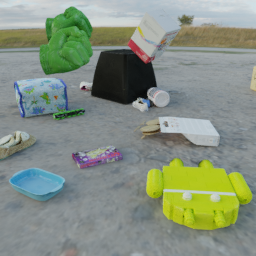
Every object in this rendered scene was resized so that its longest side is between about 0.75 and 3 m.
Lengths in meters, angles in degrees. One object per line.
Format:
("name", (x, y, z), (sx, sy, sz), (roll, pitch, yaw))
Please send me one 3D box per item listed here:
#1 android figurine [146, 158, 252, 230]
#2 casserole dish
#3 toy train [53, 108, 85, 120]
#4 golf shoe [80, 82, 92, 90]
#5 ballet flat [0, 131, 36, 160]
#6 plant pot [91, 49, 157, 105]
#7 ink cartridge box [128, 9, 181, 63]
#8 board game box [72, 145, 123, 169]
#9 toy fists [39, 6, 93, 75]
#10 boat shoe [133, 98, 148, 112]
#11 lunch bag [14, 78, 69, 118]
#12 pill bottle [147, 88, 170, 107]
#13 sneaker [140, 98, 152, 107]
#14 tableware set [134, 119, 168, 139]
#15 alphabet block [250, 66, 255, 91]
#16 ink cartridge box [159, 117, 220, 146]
("android figurine", (1.733, 1.554, 7.071), (2.547, 0.575, 2.798), (3, 20, 7))
("casserole dish", (-2.420, 1.515, 7.500), (1.598, 0.310, 0.968), (12, 24, 29))
("toy train", (-2.770, -0.675, 13.195), (1.575, 0.329, 0.444), (-15, 15, -35))
("golf shoe", (-2.406, -2.644, 18.140), (1.457, 0.549, 0.667), (0, 37, 7))
("ballet flat", (-3.892, 0.477, 9.675), (0.691, 0.640, 1.960), (19, 27, 15))
("plant pot", (-0.227, -3.188, 16.462), (2.981, 2.651, 2.988), (18, 28, 40))
("ink cartridge box", (1.269, -4.495, 13.678), (1.443, 1.995, 1.450), (48, 47, 10))
("board game box", (-1.013, 0.928, 9.184), (1.456, 0.235, 0.874), (-10, 27, -25))
("toy fists", (-1.827, -2.759, 8.578), (1.428, 0.963, 2.802), (-10, 49, 3))
("boat shoe", (0.618, -1.281, 14.359), (0.501, 0.578, 1.355), (-8, 22, -19))
("lunch bag", (-4.390, -1.722, 13.969), (2.275, 1.705, 2.676), (-10, 33, -24))
("pill bottle", (1.576, -1.709, 15.079), (0.866, 0.866, 1.448), (-6, 22, -14))
("sneaker", (0.982, -1.358, 14.862), (0.501, 0.345, 0.900), (-14, 28, -17))
("tableware set", (1.045, 0.003, 11.384), (1.194, 0.362, 1.806), (-5, 13, 18))
("alphabet block", (8.872, -3.004, 17.480), (1.585, 1.577, 1.615), (-1, 20, -8))
("ink cartridge box", (2.255, 0.104, 10.773), (2.094, 0.495, 1.676), (3, 22, 1))
